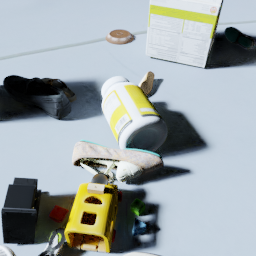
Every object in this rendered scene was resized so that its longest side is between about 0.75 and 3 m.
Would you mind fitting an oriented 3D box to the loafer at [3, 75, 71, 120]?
[{"bbox_3d":[-2.985,-1.228,9.020,2.842,0.998,0.965,25,49,25],"label":"loafer"}]

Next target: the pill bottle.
[{"bbox_3d":[0.042,-0.441,7.922,1.342,1.342,2.397,-14,45,-14],"label":"pill bottle"}]

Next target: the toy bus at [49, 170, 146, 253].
[{"bbox_3d":[-0.663,1.601,5.994,1.835,1.005,1.945,-28,50,-27],"label":"toy bus"}]

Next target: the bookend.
[{"bbox_3d":[-2.143,1.482,5.793,0.613,1.323,1.331,7,42,-14],"label":"bookend"}]

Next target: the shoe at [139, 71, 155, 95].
[{"bbox_3d":[0.633,-1.507,9.866,0.439,0.335,1.257,35,50,-10],"label":"shoe"}]

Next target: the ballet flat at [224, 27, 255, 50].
[{"bbox_3d":[4.940,-3.899,12.299,0.623,0.623,1.733,-17,46,-17],"label":"ballet flat"}]

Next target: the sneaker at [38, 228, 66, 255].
[{"bbox_3d":[-1.517,2.479,5.547,0.370,0.405,1.002,30,68,10],"label":"sneaker"}]

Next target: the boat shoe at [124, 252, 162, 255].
[{"bbox_3d":[1.161,2.893,4.956,2.800,0.878,1.017,11,88,22],"label":"boat shoe"}]

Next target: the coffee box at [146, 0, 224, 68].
[{"bbox_3d":[2.295,-4.227,11.153,2.476,2.449,2.472,15,45,14],"label":"coffee box"}]

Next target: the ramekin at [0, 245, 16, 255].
[{"bbox_3d":[-2.389,2.667,4.592,0.632,1.357,1.357,20,20,-50],"label":"ramekin"}]

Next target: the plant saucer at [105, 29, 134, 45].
[{"bbox_3d":[-0.379,-4.206,12.781,1.310,0.240,1.310,0,42,0],"label":"plant saucer"}]

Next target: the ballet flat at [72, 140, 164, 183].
[{"bbox_3d":[-0.323,0.917,7.005,2.384,0.812,0.802,8,55,19],"label":"ballet flat"}]

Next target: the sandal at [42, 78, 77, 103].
[{"bbox_3d":[-2.436,-1.393,9.587,0.704,0.470,1.722,-34,53,-31],"label":"sandal"}]
